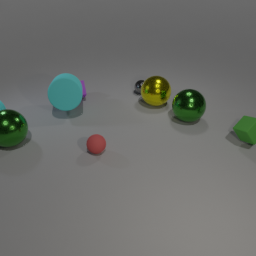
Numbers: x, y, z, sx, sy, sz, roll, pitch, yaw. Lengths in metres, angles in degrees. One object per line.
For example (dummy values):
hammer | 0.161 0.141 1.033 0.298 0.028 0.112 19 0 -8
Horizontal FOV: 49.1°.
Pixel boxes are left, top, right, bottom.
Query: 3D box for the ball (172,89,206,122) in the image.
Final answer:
ball | 2.549 -0.933 11.720 1.400 1.400 1.400 0 33 0

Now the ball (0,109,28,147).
ball | -4.399 0.010 10.269 1.400 1.400 1.400 0 33 0

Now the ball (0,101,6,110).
ball | -5.601 -0.577 11.191 1.400 1.400 1.400 0 33 0

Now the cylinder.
cylinder | -2.673 -1.576 12.066 1.400 1.400 1.400 -5 18 -8

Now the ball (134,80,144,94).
ball | 0.670 -2.073 14.129 0.700 0.700 0.700 0 33 0

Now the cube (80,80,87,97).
cube | -2.421 -1.828 13.437 0.700 0.700 0.700 -11 -1 -14

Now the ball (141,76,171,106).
ball | 1.286 -1.702 12.887 1.400 1.400 1.400 0 33 0

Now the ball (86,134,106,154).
ball | -1.130 0.569 9.983 0.700 0.700 0.700 0 33 0

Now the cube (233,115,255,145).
cube | 4.429 0.067 10.223 0.700 0.700 0.700 -45 25 -8
